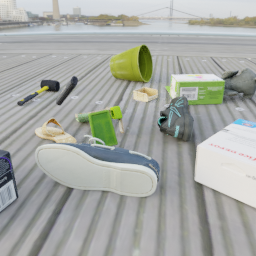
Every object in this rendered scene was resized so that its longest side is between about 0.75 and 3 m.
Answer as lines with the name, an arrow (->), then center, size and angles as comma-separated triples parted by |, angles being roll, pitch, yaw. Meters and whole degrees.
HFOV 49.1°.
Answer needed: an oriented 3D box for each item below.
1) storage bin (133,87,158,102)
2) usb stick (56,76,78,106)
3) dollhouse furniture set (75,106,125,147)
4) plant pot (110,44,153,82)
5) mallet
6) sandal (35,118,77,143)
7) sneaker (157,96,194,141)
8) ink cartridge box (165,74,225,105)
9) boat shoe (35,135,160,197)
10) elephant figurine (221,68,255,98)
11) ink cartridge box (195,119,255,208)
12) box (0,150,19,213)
storage bin -> 0.797, -1.512, 12.618 | 0.829, 0.391, 0.835 | 18, 29, 36
usb stick -> -2.226, -1.321, 10.134 | 0.261, 1.599, 0.443 | 21, 56, -25
dollhouse furniture set -> -0.923, -0.069, 9.328 | 1.389, 1.073, 2.780 | -13, 7, -12
plant pot -> 0.115, -3.458, 15.473 | 1.930, 2.005, 2.005 | 0, 21, 28
mallet -> -4.246, -1.637, 12.866 | 0.889, 0.556, 2.700 | 11, 30, 23
sandal -> -2.267, 0.024, 8.764 | 0.763, 0.684, 2.080 | -20, 31, -38
sneaker -> 1.517, -0.461, 9.385 | 1.025, 0.975, 2.586 | 6, 24, 1
ink cartridge box -> 2.912, -1.989, 12.890 | 2.029, 1.040, 2.745 | -2, 25, -4
boat shoe -> -0.687, 0.800, 6.526 | 2.890, 1.082, 0.894 | 6, 26, 11
elephant figurine -> 4.596, -1.919, 12.518 | 2.042, 1.584, 1.445 | -3, 50, 2
ink cartridge box -> 2.964, 0.722, 6.766 | 1.748, 1.009, 2.394 | 21, 31, 39
box -> -3.650, 1.070, 5.734 | 2.273, 1.206, 1.390 | 10, 26, 22
